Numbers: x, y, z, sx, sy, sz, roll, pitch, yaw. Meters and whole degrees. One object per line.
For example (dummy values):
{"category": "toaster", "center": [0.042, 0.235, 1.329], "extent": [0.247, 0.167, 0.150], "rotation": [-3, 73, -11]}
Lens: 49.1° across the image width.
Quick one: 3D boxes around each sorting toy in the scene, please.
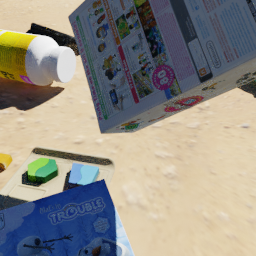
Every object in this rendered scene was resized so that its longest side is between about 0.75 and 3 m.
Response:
{"category": "sorting toy", "center": [-1.848, 1.096, 5.391], "extent": [2.844, 0.381, 2.119], "rotation": [8, 38, 10]}

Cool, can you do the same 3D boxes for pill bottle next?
{"category": "pill bottle", "center": [-3.143, -2.167, 8.731], "extent": [2.878, 1.500, 1.500], "rotation": [14, 40, 17]}

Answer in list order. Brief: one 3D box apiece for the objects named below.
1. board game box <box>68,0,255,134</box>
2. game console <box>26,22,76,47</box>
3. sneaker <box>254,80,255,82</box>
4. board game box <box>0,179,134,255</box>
{"category": "board game box", "center": [0.598, -1.386, 3.992], "extent": [2.921, 2.155, 0.939], "rotation": [-24, -14, 35]}
{"category": "game console", "center": [-3.010, -3.180, 11.097], "extent": [2.405, 1.399, 2.115], "rotation": [28, 16, 31]}
{"category": "sneaker", "center": [4.286, -1.504, 8.551], "extent": [0.772, 0.752, 1.939], "rotation": [-30, 46, -22]}
{"category": "board game box", "center": [-0.922, 1.860, 4.040], "extent": [1.886, 0.409, 1.877], "rotation": [-15, 54, -18]}
